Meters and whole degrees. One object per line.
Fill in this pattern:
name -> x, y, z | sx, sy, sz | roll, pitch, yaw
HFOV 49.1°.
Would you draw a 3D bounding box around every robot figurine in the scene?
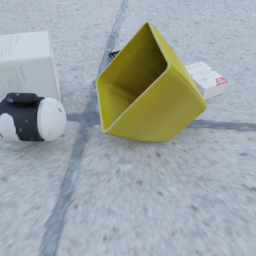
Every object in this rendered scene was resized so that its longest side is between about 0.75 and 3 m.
robot figurine -> -2.231, -0.216, 6.292 | 1.650, 1.030, 1.240 | 1, 0, 2

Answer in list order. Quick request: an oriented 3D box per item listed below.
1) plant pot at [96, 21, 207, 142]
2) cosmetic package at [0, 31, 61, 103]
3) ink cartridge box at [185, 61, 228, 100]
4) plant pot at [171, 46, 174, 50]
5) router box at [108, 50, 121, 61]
plant pot -> 0.616, -0.842, 6.658 | 1.801, 2.042, 2.042 | 27, 33, -33
cosmetic package -> -3.049, -1.447, 7.714 | 2.124, 1.752, 1.751 | -9, 41, -10
ink cartridge box -> 2.278, -1.475, 8.657 | 0.895, 0.521, 1.229 | -19, 50, -20
plant pot -> 1.037, -1.670, 8.294 | 0.876, 1.308, 1.308 | -12, 39, 14
router box -> -0.208, -2.456, 9.946 | 0.759, 0.260, 1.018 | -18, 40, -8
